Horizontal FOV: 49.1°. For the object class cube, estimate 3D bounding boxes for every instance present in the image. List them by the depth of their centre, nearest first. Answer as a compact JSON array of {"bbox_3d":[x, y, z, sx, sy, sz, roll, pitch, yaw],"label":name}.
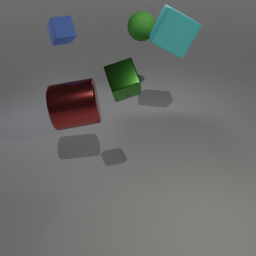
[{"bbox_3d":[-0.117,-1.151,6.803,0.700,0.700,0.700,-19,74,0],"label":"cube"},{"bbox_3d":[-2.224,-3.240,9.341,0.700,0.700,0.700,-18,4,-26],"label":"cube"},{"bbox_3d":[1.804,-3.817,11.055,1.400,1.400,1.400,24,26,-12],"label":"cube"}]

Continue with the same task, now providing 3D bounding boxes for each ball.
[{"bbox_3d":[0.668,-5.008,13.808,1.400,1.400,1.400,0,31,0],"label":"ball"}]

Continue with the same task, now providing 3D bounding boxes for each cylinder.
[{"bbox_3d":[-1.627,-0.725,8.593,1.400,1.400,1.400,-10,31,-2],"label":"cylinder"}]
